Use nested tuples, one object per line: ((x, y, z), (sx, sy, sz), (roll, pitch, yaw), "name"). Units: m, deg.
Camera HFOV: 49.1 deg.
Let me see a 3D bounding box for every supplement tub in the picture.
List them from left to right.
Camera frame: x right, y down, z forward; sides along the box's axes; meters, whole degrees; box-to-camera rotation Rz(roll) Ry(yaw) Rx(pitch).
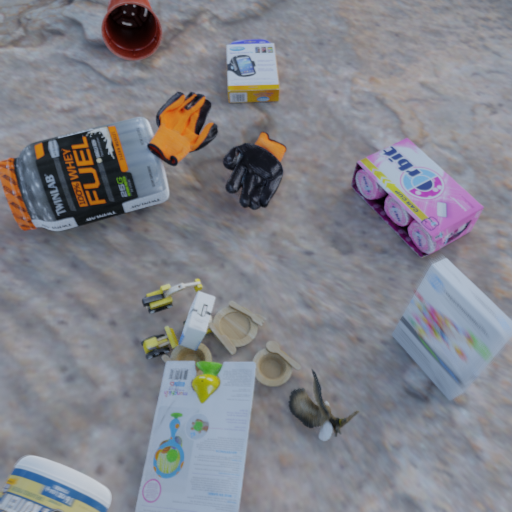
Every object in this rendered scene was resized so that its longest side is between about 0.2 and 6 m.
((-3.040, 3.947, 7.594), (1.463, 1.463, 2.022), (15, 56, 10), "supplement tub")
((-3.386, -1.576, 11.219), (2.964, 1.816, 1.816), (-18, 57, -11), "supplement tub")

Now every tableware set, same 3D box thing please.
((-0.449, 1.862, 9.688), (2.164, 0.251, 1.808), (-37, 68, -26), "tableware set")

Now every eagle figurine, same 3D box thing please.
((1.024, 2.457, 9.094), (0.991, 0.748, 0.752), (42, 77, 7), "eagle figurine")

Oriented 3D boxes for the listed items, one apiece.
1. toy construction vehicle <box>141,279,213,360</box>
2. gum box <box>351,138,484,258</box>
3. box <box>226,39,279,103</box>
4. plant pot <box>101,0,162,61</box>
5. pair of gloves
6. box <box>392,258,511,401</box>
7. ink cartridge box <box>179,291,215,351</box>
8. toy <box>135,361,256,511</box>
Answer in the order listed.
((-1.486, 1.081, 10.074), (1.360, 0.479, 1.184), (-16, 65, -16), "toy construction vehicle")
((3.295, -1.187, 11.546), (1.388, 0.809, 2.445), (-27, 59, -19), "gum box")
((-0.113, -4.752, 14.277), (1.275, 0.444, 2.142), (-2, 53, -1), "box")
((-3.294, -6.207, 14.736), (1.530, 1.530, 1.488), (-9, 47, -6), "plant pot")
((-0.740, -2.238, 11.696), (2.939, 0.363, 2.619), (31, 43, -12), "pair of gloves")
((3.137, 1.236, 9.141), (0.401, 1.947, 1.518), (-20, 55, -28), "box")
((-1.007, 1.106, 9.593), (0.341, 0.590, 0.808), (20, 44, -9), "ink cartridge box")
((-0.829, 3.049, 8.564), (1.629, 0.668, 2.830), (-4, 65, 22), "toy")
